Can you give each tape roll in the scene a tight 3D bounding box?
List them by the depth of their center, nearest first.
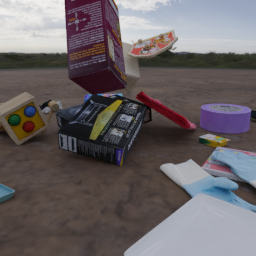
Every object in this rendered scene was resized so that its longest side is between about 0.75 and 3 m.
[{"bbox_3d":[4.004,-0.429,11.610,1.960,0.833,1.960,0,17,0],"label":"tape roll"}]

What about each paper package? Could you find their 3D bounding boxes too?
[{"bbox_3d":[-4.414,-0.463,10.753,1.557,0.845,1.633,-12,-1,-36],"label":"paper package"}]

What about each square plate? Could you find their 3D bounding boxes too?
[{"bbox_3d":[1.516,1.908,4.190,2.282,0.328,2.303,16,25,41],"label":"square plate"}]

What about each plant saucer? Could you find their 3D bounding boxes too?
[{"bbox_3d":[-3.538,1.368,6.482,2.113,0.200,0.739,10,19,34],"label":"plant saucer"}]

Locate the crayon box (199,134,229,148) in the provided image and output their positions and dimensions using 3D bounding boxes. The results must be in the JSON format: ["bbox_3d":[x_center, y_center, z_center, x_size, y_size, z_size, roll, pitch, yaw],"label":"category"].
[{"bbox_3d":[2.964,0.453,9.605,0.556,0.228,0.884,-12,19,-36],"label":"crayon box"}]

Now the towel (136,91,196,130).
[{"bbox_3d":[1.539,-0.581,10.360,2.092,0.325,2.893,34,10,15],"label":"towel"}]

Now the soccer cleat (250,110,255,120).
[{"bbox_3d":[6.340,-0.640,12.100,2.357,0.955,0.796,15,22,42],"label":"soccer cleat"}]

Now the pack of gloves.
[{"bbox_3d":[2.415,1.046,6.548,2.371,0.557,2.822,-12,20,-17],"label":"pack of gloves"}]

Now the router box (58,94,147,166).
[{"bbox_3d":[-0.693,-0.074,8.822,2.005,0.666,2.551,14,36,12],"label":"router box"}]

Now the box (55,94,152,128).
[{"bbox_3d":[-0.944,-0.444,10.963,2.993,0.651,2.397,-20,29,-32],"label":"box"}]

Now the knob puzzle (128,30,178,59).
[{"bbox_3d":[0.920,-3.271,10.915,2.282,0.316,2.282,-16,33,11],"label":"knob puzzle"}]

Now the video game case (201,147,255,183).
[{"bbox_3d":[2.966,0.981,7.869,1.354,0.165,1.894,9,18,29],"label":"video game case"}]

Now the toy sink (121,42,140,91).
[{"bbox_3d":[-0.331,-2.624,11.822,1.207,1.037,1.851,9,56,-25],"label":"toy sink"}]

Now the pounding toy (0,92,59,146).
[{"bbox_3d":[-3.262,-0.317,9.935,2.048,1.800,0.937,-35,37,-23],"label":"pounding toy"}]

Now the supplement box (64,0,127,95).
[{"bbox_3d":[-0.816,-2.258,7.128,1.054,2.461,1.358,-10,-14,15],"label":"supplement box"}]

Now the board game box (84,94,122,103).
[{"bbox_3d":[-1.403,-1.633,16.423,2.206,0.496,1.678,-1,16,-5],"label":"board game box"}]

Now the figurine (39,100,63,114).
[{"bbox_3d":[-4.167,-1.037,14.568,1.154,0.497,1.126,13,28,36],"label":"figurine"}]
